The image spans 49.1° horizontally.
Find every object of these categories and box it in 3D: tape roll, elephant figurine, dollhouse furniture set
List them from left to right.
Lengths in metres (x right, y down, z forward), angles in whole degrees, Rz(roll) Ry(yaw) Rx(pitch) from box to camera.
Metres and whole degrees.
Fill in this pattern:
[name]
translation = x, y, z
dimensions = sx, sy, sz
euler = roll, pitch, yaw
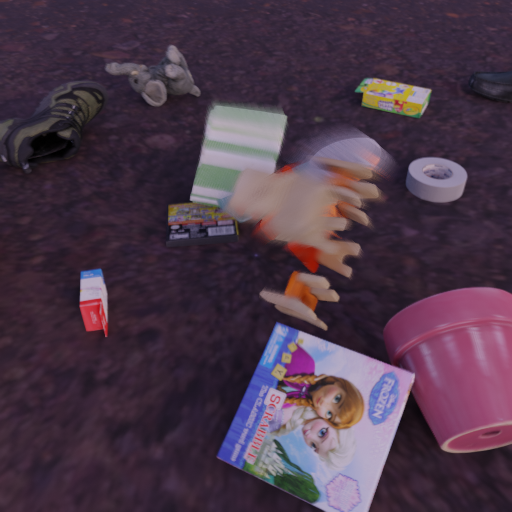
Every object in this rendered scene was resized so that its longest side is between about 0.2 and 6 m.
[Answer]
[elephant figurine]
translation = -2.431, -4.154, 13.249
dimensions = 1.662, 1.290, 1.176
euler = -22, 1, 12
[dollhouse furniture set]
translation = 0.519, -0.315, 6.324
dimensions = 0.943, 1.810, 1.830
euler = 17, 78, 26
[tape roll]
translation = 3.358, -1.429, 10.469
dimensions = 1.052, 0.347, 1.052
euler = 0, 39, 0

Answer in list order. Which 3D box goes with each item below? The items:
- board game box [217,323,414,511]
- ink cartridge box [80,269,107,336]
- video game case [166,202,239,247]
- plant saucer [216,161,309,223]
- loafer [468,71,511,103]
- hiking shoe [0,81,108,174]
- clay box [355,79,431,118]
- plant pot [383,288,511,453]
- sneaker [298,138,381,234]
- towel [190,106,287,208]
[board game box]
translation = 0.655, 1.770, 6.100
dimensions = 1.648, 0.340, 1.652
euler = 18, 71, 21
[ink cartridge box]
translation = -2.266, 0.673, 7.828
dimensions = 0.298, 0.516, 0.887
euler = -8, 41, -9
[video game case]
translation = -0.938, -0.573, 9.612
dimensions = 1.197, 0.153, 1.082
euler = -5, 41, -4
[plant saucer]
translation = 0.414, -1.022, 8.852
dimensions = 2.065, 0.722, 0.196
euler = -19, 61, 24
[loafer]
translation = 6.483, -4.151, 13.230
dimensions = 2.731, 0.959, 0.927
euler = 10, 43, 13
[hiking shoe]
translation = -3.916, -2.551, 11.449
dimensions = 1.430, 1.075, 2.840
euler = 32, 57, 20
[clay box]
translation = 3.197, -3.743, 13.200
dimensions = 1.606, 0.382, 0.923
euler = 18, 43, 20
[plant pot]
translation = 2.390, 1.356, 6.340
dimensions = 1.606, 1.606, 1.437
euler = -4, 55, -5
[sneaker]
translation = 1.067, -0.924, 8.054
dimensions = 1.814, 1.017, 0.704
euler = -28, 48, 19
[towel]
translation = -0.323, -1.688, 9.768
dimensions = 1.378, 0.211, 1.807
euler = 11, 81, 10
